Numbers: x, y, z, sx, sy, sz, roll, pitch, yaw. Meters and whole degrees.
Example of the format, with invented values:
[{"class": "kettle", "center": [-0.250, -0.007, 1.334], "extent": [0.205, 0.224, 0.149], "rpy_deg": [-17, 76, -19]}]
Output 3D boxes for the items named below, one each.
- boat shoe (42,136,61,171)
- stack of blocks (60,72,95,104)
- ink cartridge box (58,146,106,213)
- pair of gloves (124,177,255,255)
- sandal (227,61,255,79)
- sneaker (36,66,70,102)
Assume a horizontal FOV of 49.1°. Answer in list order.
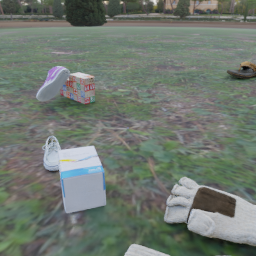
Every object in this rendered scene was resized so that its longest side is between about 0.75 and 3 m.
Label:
[{"class": "boat shoe", "center": [-1.842, 0.533, 6.880], "extent": [0.466, 0.538, 1.262], "rpy_deg": [-5, 25, -12]}, {"class": "stack of blocks", "center": [-2.064, -1.676, 11.210], "extent": [0.512, 1.006, 1.748], "rpy_deg": [-21, 31, -41]}, {"class": "ink cartridge box", "center": [-0.943, 0.974, 5.589], "extent": [0.786, 0.790, 1.076], "rpy_deg": [-8, 26, -15]}, {"class": "pair of gloves", "center": [1.354, 1.798, 4.145], "extent": [2.375, 0.490, 2.793], "rpy_deg": [15, 29, 30]}, {"class": "sandal", "center": [6.444, -3.112, 14.676], "extent": [2.864, 0.782, 1.170], "rpy_deg": [-7, 25, -14]}, {"class": "sneaker", "center": [-3.011, -1.748, 10.897], "extent": [1.611, 0.584, 0.919], "rpy_deg": [-47, 46, -10]}]
